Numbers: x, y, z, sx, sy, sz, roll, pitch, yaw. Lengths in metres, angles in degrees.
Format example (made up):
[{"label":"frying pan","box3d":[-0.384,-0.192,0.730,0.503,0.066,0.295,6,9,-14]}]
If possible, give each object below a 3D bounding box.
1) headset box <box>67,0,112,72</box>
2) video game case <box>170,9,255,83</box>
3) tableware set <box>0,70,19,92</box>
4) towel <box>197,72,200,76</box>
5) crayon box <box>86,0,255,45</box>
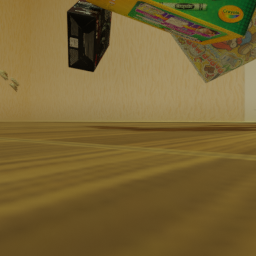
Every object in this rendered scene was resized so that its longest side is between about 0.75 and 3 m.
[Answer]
[{"label":"headset box","box3d":[-0.848,-2.341,6.644,0.672,1.295,1.740,13,40,4]},{"label":"video game case","box3d":[2.343,-2.527,6.976,2.272,0.286,2.497,-25,-56,32]},{"label":"tableware set","box3d":[-3.435,-1.401,8.090,0.704,0.098,0.843,47,2,-28]},{"label":"towel","box3d":[2.973,-3.162,9.254,0.479,1.948,2.626,12,-45,-36]},{"label":"crayon box","box3d":[0.664,-2.450,5.245,2.852,0.831,1.694,16,9,-12]}]
